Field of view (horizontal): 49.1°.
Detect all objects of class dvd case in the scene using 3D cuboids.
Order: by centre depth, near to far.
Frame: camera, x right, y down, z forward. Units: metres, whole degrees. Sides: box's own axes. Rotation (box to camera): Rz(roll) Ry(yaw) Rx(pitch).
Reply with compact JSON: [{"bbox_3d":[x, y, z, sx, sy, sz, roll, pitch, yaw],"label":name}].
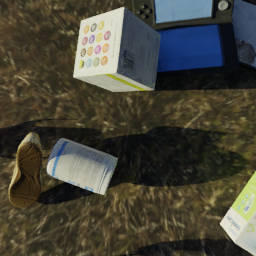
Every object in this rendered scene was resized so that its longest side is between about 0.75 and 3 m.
[{"bbox_3d":[3.508,-2.504,7.812,2.381,0.209,1.699,23,89,5],"label":"dvd case"}]

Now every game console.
[{"bbox_3d":[1.464,-2.680,7.104,2.649,2.261,1.567,-5,46,6],"label":"game console"}]

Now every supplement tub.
[{"bbox_3d":[-1.171,0.985,7.250,1.590,1.049,1.049,20,86,2],"label":"supplement tub"}]

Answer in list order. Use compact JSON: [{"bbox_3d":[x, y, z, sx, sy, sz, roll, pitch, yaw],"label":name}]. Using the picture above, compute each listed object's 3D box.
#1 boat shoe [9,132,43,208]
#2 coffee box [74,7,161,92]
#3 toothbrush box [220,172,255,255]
[{"bbox_3d":[-2.551,1.142,7.234,0.773,0.700,2.169,13,118,-17],"label":"boat shoe"},{"bbox_3d":[-0.257,-1.813,6.983,1.472,1.488,1.486,4,84,40],"label":"coffee box"},{"bbox_3d":[4.022,2.031,6.986,1.994,1.179,2.739,34,93,0],"label":"toothbrush box"}]
